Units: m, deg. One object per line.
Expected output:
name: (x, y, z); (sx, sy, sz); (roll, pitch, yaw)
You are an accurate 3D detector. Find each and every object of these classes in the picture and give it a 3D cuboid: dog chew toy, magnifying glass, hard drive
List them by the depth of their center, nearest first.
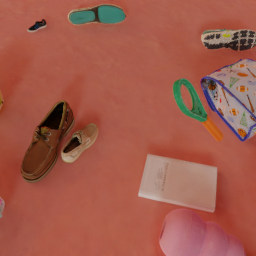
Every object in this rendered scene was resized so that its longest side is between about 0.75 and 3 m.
dog chew toy: (1.823, 2.788, 6.814); (2.034, 1.266, 1.266); (18, 53, 5)
magnifying glass: (2.117, -0.447, 8.234); (0.289, 2.582, 1.028); (-18, 42, 37)
hard drive: (1.506, 1.587, 8.336); (2.149, 0.282, 1.417); (11, 52, 9)

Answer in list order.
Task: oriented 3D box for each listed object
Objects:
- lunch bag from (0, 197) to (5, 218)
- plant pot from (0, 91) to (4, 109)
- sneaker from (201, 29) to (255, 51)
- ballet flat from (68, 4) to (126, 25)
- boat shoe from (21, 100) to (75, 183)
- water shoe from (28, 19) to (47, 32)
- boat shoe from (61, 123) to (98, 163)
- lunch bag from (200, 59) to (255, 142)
lunch bag: (-4.360, 2.457, 7.272); (1.755, 0.844, 2.188); (10, 52, 8)
plant pot: (-5.273, -1.007, 9.689); (1.418, 1.563, 1.555); (6, 51, -2)
sneaker: (4.600, -4.139, 12.614); (2.534, 0.982, 1.009); (4, 42, 4)
ballet flat: (-1.529, -5.686, 13.869); (2.876, 0.970, 0.897); (-3, 38, -3)
boat shoe: (-2.634, 0.306, 8.927); (1.036, 0.979, 2.880); (10, 52, 8)
water shoe: (-4.459, -5.004, 13.624); (1.004, 0.396, 0.359); (-34, 58, -24)
boat shoe: (-1.551, 0.381, 9.145); (0.612, 0.551, 1.697); (27, 56, 20)
lunch bag: (4.115, -1.170, 9.753); (2.223, 1.619, 2.615); (-26, 63, -19)
